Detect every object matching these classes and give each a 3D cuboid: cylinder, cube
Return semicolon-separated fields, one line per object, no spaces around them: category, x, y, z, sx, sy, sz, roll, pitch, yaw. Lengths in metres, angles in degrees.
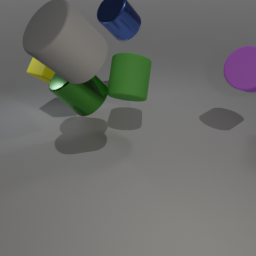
cylinder;-0.366;-4.653;11.870;1.400;1.400;1.400;24;-3;36
cube;-2.733;-2.386;10.723;1.400;1.400;1.400;25;-3;-44
cylinder;-1.416;-1.948;6.485;1.400;1.400;1.400;26;-5;38
cylinder;4.114;-1.935;9.447;1.400;1.400;1.400;20;14;32
cylinder;-1.611;-1.330;9.245;1.400;1.400;1.400;-25;42;25
cylinder;0.051;-1.735;9.803;1.400;1.400;1.400;8;-2;0
